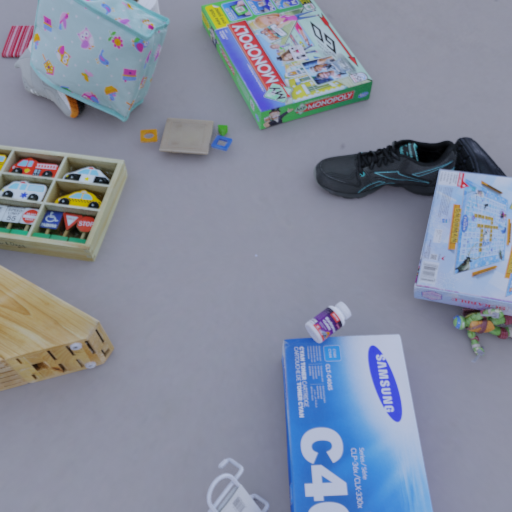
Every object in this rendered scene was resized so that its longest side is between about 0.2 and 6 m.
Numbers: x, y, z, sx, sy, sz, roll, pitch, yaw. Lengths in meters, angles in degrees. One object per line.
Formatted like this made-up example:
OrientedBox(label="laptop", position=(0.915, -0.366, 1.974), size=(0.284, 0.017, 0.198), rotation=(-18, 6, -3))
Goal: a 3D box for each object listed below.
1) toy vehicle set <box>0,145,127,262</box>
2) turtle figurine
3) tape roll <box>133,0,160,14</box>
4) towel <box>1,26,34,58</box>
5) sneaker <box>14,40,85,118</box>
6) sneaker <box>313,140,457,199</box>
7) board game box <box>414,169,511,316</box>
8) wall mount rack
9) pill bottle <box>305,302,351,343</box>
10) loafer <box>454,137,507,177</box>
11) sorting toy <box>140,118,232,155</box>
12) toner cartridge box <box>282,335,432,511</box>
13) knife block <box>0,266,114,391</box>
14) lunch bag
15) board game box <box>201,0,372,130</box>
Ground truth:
OrientedBox(label="toy vehicle set", position=(-4.783, -1.185, 11.560), size=(3.695, 0.490, 2.296), rotation=(7, 58, 5))
OrientedBox(label="turtle figurine", position=(4.145, 1.347, 9.744), size=(1.196, 1.233, 0.887), rotation=(-1, 91, -6))
OrientedBox(label="tape roll", position=(-3.300, -5.974, 14.170), size=(1.780, 1.222, 1.780), rotation=(0, 57, 0))
OrientedBox(label="towel", position=(-5.663, -5.548, 14.523), size=(1.621, 0.182, 1.172), rotation=(0, 60, 2))
OrientedBox(label="sneaker", position=(-4.926, -4.010, 13.299), size=(1.023, 0.842, 2.223), rotation=(-38, 74, 15))
OrientedBox(label="sneaker", position=(2.682, -1.947, 11.661), size=(2.960, 1.173, 1.116), rotation=(-3, 59, 0))
OrientedBox(label="board game box", position=(4.434, -0.242, 10.163), size=(2.623, 0.541, 2.630), rotation=(11, 65, 20))
OrientedBox(label="wall mount rack", position=(-0.542, 3.791, 8.025), size=(0.608, 1.632, 1.418), rotation=(10, 46, 48))
OrientedBox(label="pill bottle", position=(1.179, 1.060, 9.072), size=(0.705, 0.393, 0.393), rotation=(-35, 64, -13))
OrientedBox(label="loafer", position=(4.827, -1.296, 11.431), size=(0.952, 0.921, 2.712), rotation=(-11, 62, -13))
OrientedBox(label="sorting toy", position=(-1.562, -2.653, 12.630), size=(2.081, 0.283, 1.172), rotation=(5, 53, 2))
OrientedBox(label="toner cartridge box", position=(1.479, 3.289, 8.463), size=(1.980, 0.900, 4.168), rotation=(-2, 58, -1))
OrientedBox(label="knife block", position=(-4.659, 0.711, 9.925), size=(3.687, 1.179, 3.236), rotation=(-14, 60, -8))
OrientedBox(label="lunch bag", position=(-3.556, -4.621, 12.201), size=(2.678, 2.281, 1.633), rotation=(27, 40, -3))
OrientedBox(label="board game box", position=(0.641, -5.130, 13.999), size=(2.860, 0.619, 4.250), rotation=(-18, 60, -12))
